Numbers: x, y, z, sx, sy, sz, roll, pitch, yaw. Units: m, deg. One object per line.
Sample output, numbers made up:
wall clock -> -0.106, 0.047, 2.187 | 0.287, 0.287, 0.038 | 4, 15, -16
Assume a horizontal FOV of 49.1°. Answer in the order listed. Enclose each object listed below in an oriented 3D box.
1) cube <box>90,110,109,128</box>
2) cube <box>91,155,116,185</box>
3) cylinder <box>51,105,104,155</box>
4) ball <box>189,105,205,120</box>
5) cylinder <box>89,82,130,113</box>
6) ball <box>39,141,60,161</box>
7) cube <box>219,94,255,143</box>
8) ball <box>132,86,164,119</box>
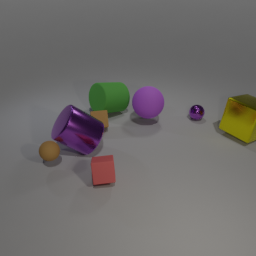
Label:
cube -> -1.213, -0.344, 11.844 | 0.700, 0.700, 0.700 | -6, -2, -8
cube -> -0.776, 1.309, 8.859 | 0.700, 0.700, 0.700 | -6, 11, -3
cylinder -> -1.820, 0.076, 10.154 | 1.400, 1.400, 1.400 | 30, 17, -29
ball -> 3.134, -0.717, 12.757 | 0.700, 0.700, 0.700 | 0, 30, 0
cylinder -> -0.876, -1.411, 13.012 | 1.400, 1.400, 1.400 | -9, 29, -41
ball -> -2.676, 0.781, 9.543 | 0.700, 0.700, 0.700 | 0, 30, 0
cube -> 4.809, -0.426, 11.295 | 1.400, 1.400, 1.400 | -12, 33, -36
ball -> 0.874, -1.110, 12.166 | 1.400, 1.400, 1.400 | 0, 30, 0
